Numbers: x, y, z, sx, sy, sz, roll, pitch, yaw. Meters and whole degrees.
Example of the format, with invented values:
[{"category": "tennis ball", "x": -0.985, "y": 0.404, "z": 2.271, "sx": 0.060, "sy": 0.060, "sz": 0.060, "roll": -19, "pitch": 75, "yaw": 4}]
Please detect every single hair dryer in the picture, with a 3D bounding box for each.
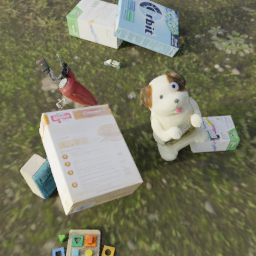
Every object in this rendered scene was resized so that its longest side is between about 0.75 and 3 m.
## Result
[{"category": "hair dryer", "x": -1.886, "y": -1.648, "z": 9.753, "sx": 2.408, "sy": 0.654, "sz": 1.834, "roll": 51, "pitch": 24, "yaw": -6}]

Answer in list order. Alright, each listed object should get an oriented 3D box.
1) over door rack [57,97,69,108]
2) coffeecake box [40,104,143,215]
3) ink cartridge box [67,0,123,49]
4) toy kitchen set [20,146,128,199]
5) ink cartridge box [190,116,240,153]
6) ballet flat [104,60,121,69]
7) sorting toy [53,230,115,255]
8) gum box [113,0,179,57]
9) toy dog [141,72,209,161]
[{"category": "over door rack", "x": -2.233, "y": -1.040, "z": 10.191, "sx": 0.673, "sy": 0.303, "sz": 0.911, "roll": -35, "pitch": 20, "yaw": 3}, {"category": "coffeecake box", "x": -1.080, "y": 0.740, "z": 7.718, "sx": 1.992, "sy": 0.948, "sz": 2.595, "roll": -11, "pitch": 63, "yaw": -29}, {"category": "ink cartridge box", "x": -1.268, "y": -4.986, "z": 13.209, "sx": 2.559, "sy": 1.120, "sz": 1.859, "roll": 18, "pitch": 55, "yaw": 13}, {"category": "toy kitchen set", "x": -1.449, "y": 1.086, "z": 8.433, "sx": 2.008, "sy": 1.477, "sz": 2.507, "roll": 24, "pitch": 58, "yaw": 16}, {"category": "ink cartridge box", "x": 2.874, "y": 0.201, "z": 9.630, "sx": 1.487, "sy": 0.624, "sz": 1.077, "roll": -4, "pitch": 53, "yaw": -3}, {"category": "ballet flat", "x": -0.663, "y": -2.818, "z": 12.117, "sx": 0.825, "sy": 0.306, "sz": 0.306, "roll": 17, "pitch": 55, "yaw": 13}, {"category": "sorting toy", "x": -1.206, "y": 3.239, "z": 7.603, "sx": 1.689, "sy": 0.230, "sz": 0.951, "roll": 0, "pitch": 53, "yaw": 0}, {"category": "gum box", "x": 0.876, "y": -4.662, "z": 12.469, "sx": 2.839, "sy": 0.632, "sz": 2.412, "roll": 15, "pitch": 59, "yaw": -17}, {"category": "toy dog", "x": 1.320, "y": -0.560, "z": 8.347, "sx": 1.637, "sy": 2.346, "sz": 2.274, "roll": -22, "pitch": 52, "yaw": 3}]
